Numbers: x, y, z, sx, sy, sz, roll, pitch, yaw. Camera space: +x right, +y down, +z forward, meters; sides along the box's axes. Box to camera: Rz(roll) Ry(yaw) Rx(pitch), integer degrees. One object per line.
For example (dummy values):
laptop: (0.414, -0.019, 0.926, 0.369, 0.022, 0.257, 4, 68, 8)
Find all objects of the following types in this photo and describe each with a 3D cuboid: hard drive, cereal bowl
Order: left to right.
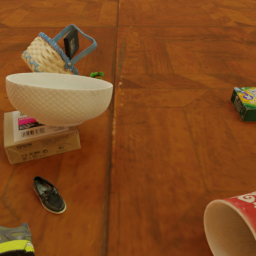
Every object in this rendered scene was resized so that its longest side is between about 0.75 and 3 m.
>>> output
cereal bowl: (-1.856, -0.772, 7.789, 2.814, 1.172, 2.814, 5, 16, -1)
hard drive: (-2.727, -4.126, 13.646, 0.258, 1.094, 1.567, 5, 39, 6)

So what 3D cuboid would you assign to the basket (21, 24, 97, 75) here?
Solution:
basket: (-2.801, -3.077, 11.486, 2.671, 1.858, 2.355, -42, 48, -2)

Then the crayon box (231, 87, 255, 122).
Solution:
crayon box: (5.032, -0.863, 9.946, 2.267, 0.585, 1.425, 0, 38, -1)

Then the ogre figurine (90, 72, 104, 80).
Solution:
ogre figurine: (-1.239, -1.686, 10.520, 0.551, 0.920, 0.451, 23, 38, 28)

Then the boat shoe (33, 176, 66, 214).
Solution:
boat shoe: (-1.986, 1.607, 6.964, 0.469, 0.416, 1.254, -26, 45, -29)

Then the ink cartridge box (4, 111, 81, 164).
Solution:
ink cartridge box: (-2.654, 0.084, 8.599, 2.062, 0.774, 1.698, -13, 41, -15)

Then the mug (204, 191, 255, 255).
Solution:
mug: (3.060, 2.200, 5.701, 2.418, 2.146, 1.613, -11, 3, -20)

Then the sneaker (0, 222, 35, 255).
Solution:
sneaker: (-2.991, 2.476, 5.712, 2.127, 0.786, 0.861, -2, 31, -14)
